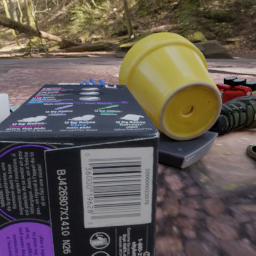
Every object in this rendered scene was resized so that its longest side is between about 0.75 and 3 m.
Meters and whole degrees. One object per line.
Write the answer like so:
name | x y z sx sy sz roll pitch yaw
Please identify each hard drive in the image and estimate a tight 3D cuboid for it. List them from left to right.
hard drive | 1.182 0.378 6.294 1.206 0.379 1.789 12 21 34

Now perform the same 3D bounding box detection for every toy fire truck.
toy fire truck | 3.399 -1.238 10.274 2.228 1.434 1.961 -15 21 -11

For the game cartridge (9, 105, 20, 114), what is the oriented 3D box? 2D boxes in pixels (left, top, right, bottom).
game cartridge | -3.626 -0.598 9.780 0.860 0.261 1.290 -7 18 -33

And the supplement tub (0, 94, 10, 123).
supplement tub | -3.557 -0.028 5.789 2.091 1.379 1.379 -5 17 -23

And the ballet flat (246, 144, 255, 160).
ballet flat | 2.784 0.569 5.765 0.468 0.322 1.389 3 17 10

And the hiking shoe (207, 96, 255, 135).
hiking shoe | 2.697 -0.193 7.549 2.640 1.000 1.329 -2 26 19

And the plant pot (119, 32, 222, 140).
plant pot | 1.029 -0.858 6.477 2.170 2.170 2.041 -4 34 -13

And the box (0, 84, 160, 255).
box | -0.591 0.430 3.798 1.489 1.716 2.808 -1 18 -7

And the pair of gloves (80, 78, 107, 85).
pair of gloves | -1.650 -1.279 10.667 2.212 0.252 1.778 -29 42 -28

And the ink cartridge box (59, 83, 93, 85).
ink cartridge box | -2.263 -1.509 11.979 1.622 0.672 1.182 1 17 3
